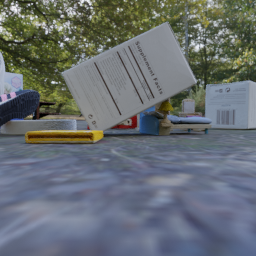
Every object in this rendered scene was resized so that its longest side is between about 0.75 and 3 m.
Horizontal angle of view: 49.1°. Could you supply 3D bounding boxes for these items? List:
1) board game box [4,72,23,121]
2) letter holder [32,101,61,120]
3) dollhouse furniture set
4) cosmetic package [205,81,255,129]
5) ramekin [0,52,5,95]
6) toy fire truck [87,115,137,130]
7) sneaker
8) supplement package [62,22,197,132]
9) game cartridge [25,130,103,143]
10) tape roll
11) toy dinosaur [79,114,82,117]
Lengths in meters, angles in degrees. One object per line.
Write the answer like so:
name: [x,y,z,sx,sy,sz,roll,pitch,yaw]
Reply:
board game box: [-4.588,-0.966,9.687,0.413,2.003,2.008,0,2,33]
letter holder: [-4.651,-0.835,16.742,1.842,1.304,2.592,1,1,-24]
dollhouse furniture set: [1.338,-0.620,7.105,2.154,1.489,2.282,-1,3,-16]
cosmetic package: [3.774,-0.726,9.688,1.523,1.514,1.820,2,1,43]
ramekin: [-4.736,-1.188,7.522,2.766,2.766,1.452,0,-38,-15]
toy fire truck: [-0.211,-0.209,9.438,2.079,0.507,1.466,1,2,6]
sneaker: [-2.867,-0.520,6.272,0.846,0.723,2.062,20,25,15]
supplement package: [-0.016,-0.992,6.095,2.341,1.402,1.420,-27,5,-6]
game cartridge: [-0.957,0.117,4.529,1.007,0.185,1.142,0,3,1]
tape roll: [-2.200,-0.041,7.014,1.809,0.331,1.809,0,2,0]
toy dinosaur: [-1.045,-0.238,10.557,1.895,0.729,0.969,-7,-15,32]
